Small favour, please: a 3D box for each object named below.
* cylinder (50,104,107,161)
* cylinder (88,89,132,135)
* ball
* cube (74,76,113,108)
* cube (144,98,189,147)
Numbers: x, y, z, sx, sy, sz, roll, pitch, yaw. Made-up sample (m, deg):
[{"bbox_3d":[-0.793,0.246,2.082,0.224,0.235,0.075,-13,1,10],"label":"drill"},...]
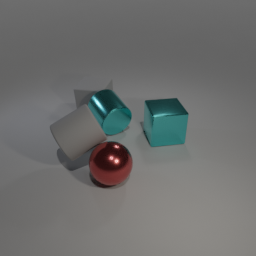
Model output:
[{"bbox_3d":[-1.626,0.144,9.327,1.400,1.400,1.400,-32,37,-4],"label":"cylinder"},{"bbox_3d":[-0.765,-0.672,11.683,1.400,1.400,1.400,-17,47,-25],"label":"cylinder"},{"bbox_3d":[-0.545,1.117,8.914,1.400,1.400,1.400,0,31,0],"label":"ball"},{"bbox_3d":[-1.547,-1.472,13.125,1.400,1.400,1.400,6,35,14],"label":"cube"},{"bbox_3d":[1.463,-0.249,11.211,1.400,1.400,1.400,-5,32,-8],"label":"cube"}]
